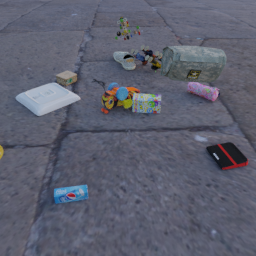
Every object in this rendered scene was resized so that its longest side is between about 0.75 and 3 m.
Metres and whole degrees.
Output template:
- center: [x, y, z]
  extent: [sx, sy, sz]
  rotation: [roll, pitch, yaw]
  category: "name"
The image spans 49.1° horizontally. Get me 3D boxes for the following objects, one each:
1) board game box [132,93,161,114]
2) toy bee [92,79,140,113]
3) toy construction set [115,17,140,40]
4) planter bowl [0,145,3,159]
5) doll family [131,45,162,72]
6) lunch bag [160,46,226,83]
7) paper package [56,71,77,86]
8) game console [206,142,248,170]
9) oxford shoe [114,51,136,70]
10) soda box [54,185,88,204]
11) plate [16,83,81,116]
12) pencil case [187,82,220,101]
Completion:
- center: [0.843, -1.111, 12.572]
  extent: [1.249, 0.643, 0.655]
  rotation: [3, 35, 5]
  category: "board game box"
- center: [-0.679, -1.343, 12.602]
  extent: [2.530, 1.375, 1.656]
  rotation: [12, 17, -25]
  category: "toy bee"
- center: [-0.023, -4.819, 13.475]
  extent: [1.194, 0.996, 0.917]
  rotation: [8, -6, 9]
  category: "toy construction set"
- center: [-5.384, 0.742, 9.812]
  extent: [1.765, 0.735, 1.765]
  rotation: [1, 34, 0]
  category: "planter bowl"
- center: [1.310, -3.967, 16.118]
  extent: [2.549, 1.000, 1.473]
  rotation: [40, 12, 32]
  category: "doll family"
- center: [2.078, -2.136, 9.288]
  extent: [1.675, 1.201, 2.043]
  rotation: [3, 10, -4]
  category: "lunch bag"
- center: [-3.285, -2.679, 15.026]
  extent: [0.816, 0.443, 0.856]
  rotation: [23, 40, 30]
  category: "paper package"
- center: [3.535, 0.978, 9.987]
  extent: [1.084, 0.190, 1.226]
  rotation: [-11, 36, -10]
  category: "game console"
- center: [-0.201, -4.346, 17.187]
  extent: [0.987, 0.758, 2.624]
  rotation: [-14, 35, -14]
  category: "oxford shoe"
- center: [-1.695, 1.978, 8.382]
  extent: [0.975, 0.313, 0.331]
  rotation: [-7, 35, -8]
  category: "soda box"
- center: [-3.863, -1.534, 13.432]
  extent: [2.318, 0.375, 2.313]
  rotation: [-29, 44, -35]
  category: "plate"
- center: [3.639, -1.824, 13.586]
  extent: [1.534, 0.670, 0.670]
  rotation: [27, 43, 36]
  category: "pencil case"
